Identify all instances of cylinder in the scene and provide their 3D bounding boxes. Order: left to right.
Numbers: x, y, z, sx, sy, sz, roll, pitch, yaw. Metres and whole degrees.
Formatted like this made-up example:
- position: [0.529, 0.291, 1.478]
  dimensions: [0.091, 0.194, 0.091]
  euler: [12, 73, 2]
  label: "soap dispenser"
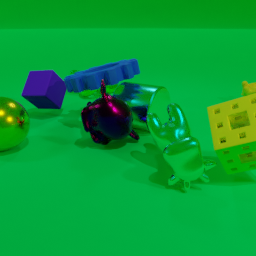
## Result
- position: [0.339, -0.561, 7.260]
  dimensions: [1.162, 1.162, 1.162]
  euler: [14, 25, 32]
  label: "cylinder"

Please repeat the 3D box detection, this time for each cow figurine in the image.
- position: [0.942, 0.369, 5.264]
  dimensions: [0.899, 1.612, 1.638]
  euler: [-25, -18, 5]
  label: "cow figurine"
- position: [4.089, -1.090, 8.744]
  dimensions: [1.018, 1.002, 0.559]
  euler: [-11, 47, 22]
  label: "cow figurine"

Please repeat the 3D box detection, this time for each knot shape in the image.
- position: [-1.278, -1.739, 10.611]
  dimensions: [1.937, 0.895, 1.813]
  euler: [-2, 20, -8]
  label: "knot shape"

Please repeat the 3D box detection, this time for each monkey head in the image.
- position: [-0.456, -0.305, 6.297]
  dimensions: [1.062, 1.763, 1.268]
  euler: [-28, 36, 7]
  label: "monkey head"

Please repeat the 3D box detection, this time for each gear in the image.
- position: [-0.669, -1.383, 7.299]
  dimensions: [1.929, 0.357, 1.929]
  euler: [-13, 18, 4]
  label: "gear"

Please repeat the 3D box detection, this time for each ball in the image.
- position: [-2.730, -0.093, 6.044]
  dimensions: [1.167, 1.167, 1.167]
  euler: [0, 21, 0]
  label: "ball"

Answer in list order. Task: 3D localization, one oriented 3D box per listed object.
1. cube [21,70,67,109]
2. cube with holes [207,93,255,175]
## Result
- position: [-2.382, -1.091, 8.069]
  dimensions: [0.830, 0.830, 0.830]
  euler: [2, -22, 22]
  label: "cube"
- position: [1.954, 0.119, 4.731]
  dimensions: [0.888, 0.888, 0.888]
  euler: [-16, 49, 24]
  label: "cube with holes"
